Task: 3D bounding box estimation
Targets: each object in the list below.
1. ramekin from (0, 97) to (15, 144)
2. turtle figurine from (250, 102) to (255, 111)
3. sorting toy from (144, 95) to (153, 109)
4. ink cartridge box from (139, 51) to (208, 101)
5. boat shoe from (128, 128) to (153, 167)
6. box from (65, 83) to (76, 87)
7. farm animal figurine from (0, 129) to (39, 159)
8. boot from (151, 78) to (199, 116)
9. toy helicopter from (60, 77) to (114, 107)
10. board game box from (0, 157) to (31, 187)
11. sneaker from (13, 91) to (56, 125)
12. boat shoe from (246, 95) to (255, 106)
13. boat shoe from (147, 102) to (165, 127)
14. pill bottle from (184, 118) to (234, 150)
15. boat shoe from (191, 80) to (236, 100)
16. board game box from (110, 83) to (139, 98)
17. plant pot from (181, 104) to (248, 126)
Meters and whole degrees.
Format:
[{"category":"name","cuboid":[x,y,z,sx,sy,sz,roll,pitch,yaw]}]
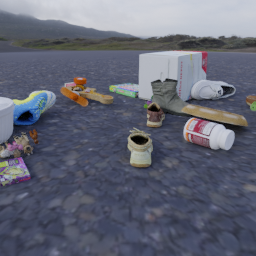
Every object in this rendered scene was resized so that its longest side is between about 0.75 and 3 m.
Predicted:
[{"category":"ramekin","cuboid":[-4.589,-0.151,8.359,2.398,1.117,2.398,0,19,0]},{"category":"turtle figurine","cuboid":[5.429,-0.906,10.446,1.540,1.143,1.588,-24,20,-36]},{"category":"sorting toy","cuboid":[1.184,-1.155,12.258,1.097,0.450,0.659,-10,21,-25]},{"category":"ink cartridge box","cuboid":[2.213,-2.577,13.675,2.166,2.176,2.995,14,23,36]},{"category":"boat shoe","cuboid":[0.354,0.400,7.562,0.703,0.601,1.918,-1,19,-3]},{"category":"box","cuboid":[-2.784,-1.920,14.213,0.519,0.609,0.952,-13,23,-32]},{"category":"farm animal figurine","cuboid":[-2.872,0.534,7.392,0.918,0.572,1.137,-12,16,27]},{"category":"boot","cuboid":[1.886,-1.250,11.125,2.100,1.372,0.711,6,20,17]},{"category":"toy helicopter","cuboid":[-1.837,-1.497,12.568,2.547,1.005,1.684,17,23,25]},{"category":"board game box","cuboid":[-2.709,1.002,6.548,0.634,0.171,1.057,-15,24,-26]},{"category":"sneaker","cuboid":[-3.463,-0.643,10.398,1.295,0.934,2.466,27,38,30]},{"category":"boat shoe","cuboid":[6.207,-1.139,11.449,2.563,0.947,0.970,17,25,40]},{"category":"boat shoe","cuboid":[1.014,-0.614,10.347,0.686,0.684,1.901,4,20,10]},{"category":"pill bottle","cuboid":[2.302,0.191,7.994,0.726,0.726,1.285,-18,27,-41]},{"category":"boat shoe","cuboid":[4.198,-1.779,13.578,2.643,0.952,0.906,-2,16,-37]},{"category":"board game box","cuboid":[0.206,-2.054,15.069,1.431,0.310,2.127,-15,24,-37]},{"category":"plant pot","cuboid":[2.989,-0.483,9.674,2.267,0.311,2.267,12,10,-2]}]
